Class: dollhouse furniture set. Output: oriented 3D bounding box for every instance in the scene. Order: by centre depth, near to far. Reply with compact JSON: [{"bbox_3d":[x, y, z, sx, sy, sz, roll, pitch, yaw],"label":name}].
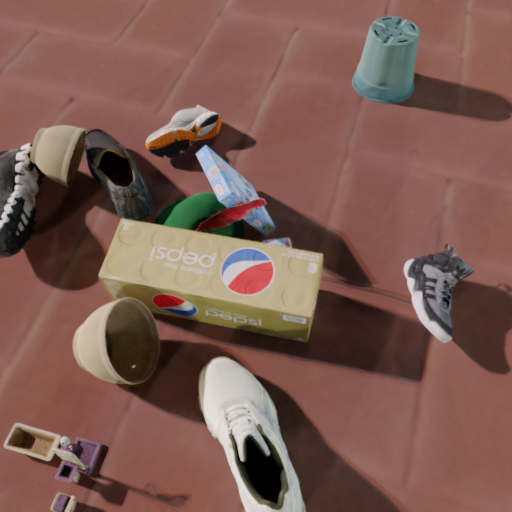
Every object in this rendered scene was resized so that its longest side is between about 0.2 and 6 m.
[{"bbox_3d":[-3.445,3.183,8.788,1.511,1.072,1.197,13,56,9],"label":"dollhouse furniture set"}]

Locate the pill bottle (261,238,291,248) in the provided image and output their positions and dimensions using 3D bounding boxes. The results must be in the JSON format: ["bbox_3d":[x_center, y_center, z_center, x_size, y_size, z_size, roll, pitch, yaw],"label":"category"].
[{"bbox_3d":[0.331,-0.131,11.509,0.758,0.412,0.412,-8,55,-5],"label":"pill bottle"}]

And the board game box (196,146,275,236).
[{"bbox_3d":[-0.398,-1.318,11.542,0.335,1.829,1.384,-36,56,13],"label":"board game box"}]

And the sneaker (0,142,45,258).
[{"bbox_3d":[-5.441,-1.170,11.910,1.415,1.040,3.129,-5,52,0],"label":"sneaker"}]

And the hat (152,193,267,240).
[{"bbox_3d":[-1.095,-1.025,11.117,2.286,2.012,1.894,-8,59,-6],"label":"hat"}]

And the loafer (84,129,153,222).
[{"bbox_3d":[-3.139,-2.036,12.459,1.033,1.026,2.839,-29,59,-18],"label":"loafer"}]

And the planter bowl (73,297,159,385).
[{"bbox_3d":[-2.546,1.547,9.837,1.005,1.494,1.494,-13,51,24],"label":"planter bowl"}]

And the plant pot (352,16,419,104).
[{"bbox_3d":[3.354,-5.029,14.213,1.631,1.598,1.631,0,54,1],"label":"plant pot"}]

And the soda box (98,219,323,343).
[{"bbox_3d":[-0.799,0.454,10.527,3.911,1.252,1.324,11,61,6],"label":"soda box"}]

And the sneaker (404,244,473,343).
[{"bbox_3d":[3.490,0.594,10.389,1.127,0.747,1.980,-37,36,27],"label":"sneaker"}]

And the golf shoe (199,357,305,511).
[{"bbox_3d":[-0.089,2.758,8.845,1.210,1.503,3.091,-23,56,-12],"label":"golf shoe"}]

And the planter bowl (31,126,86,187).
[{"bbox_3d":[-4.311,-2.263,12.115,0.880,1.308,1.308,18,55,-11],"label":"planter bowl"}]

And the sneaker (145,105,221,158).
[{"bbox_3d":[-1.853,-3.014,13.420,1.985,0.751,0.913,-29,52,-27],"label":"sneaker"}]
